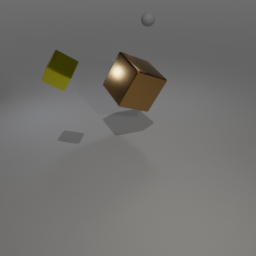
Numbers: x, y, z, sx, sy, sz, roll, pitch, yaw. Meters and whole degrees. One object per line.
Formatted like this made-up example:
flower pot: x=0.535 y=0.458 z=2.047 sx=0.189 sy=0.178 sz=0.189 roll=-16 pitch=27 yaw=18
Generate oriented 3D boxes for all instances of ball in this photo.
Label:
ball: x=1.014 y=-5.505 z=14.206 sx=0.700 sy=0.700 sz=0.700 roll=0 pitch=30 yaw=0

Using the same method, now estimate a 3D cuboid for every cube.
cube: x=0.216 y=-1.603 z=9.900 sx=1.400 sy=1.400 sz=1.400 roll=8 pitch=34 yaw=-40
cube: x=-1.895 y=-1.587 z=7.810 sx=0.700 sy=0.700 sz=0.700 roll=26 pitch=58 yaw=-16
